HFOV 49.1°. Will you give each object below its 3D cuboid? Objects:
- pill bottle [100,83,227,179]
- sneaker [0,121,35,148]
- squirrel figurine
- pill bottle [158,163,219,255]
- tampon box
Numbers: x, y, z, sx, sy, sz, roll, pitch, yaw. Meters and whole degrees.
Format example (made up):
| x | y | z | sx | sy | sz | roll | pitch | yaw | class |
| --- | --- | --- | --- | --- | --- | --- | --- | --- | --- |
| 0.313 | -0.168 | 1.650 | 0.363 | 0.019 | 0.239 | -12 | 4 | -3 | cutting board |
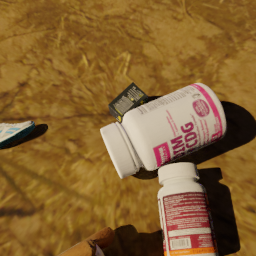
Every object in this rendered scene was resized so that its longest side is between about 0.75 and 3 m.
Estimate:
| x | y | z | sx | sy | sz | roll | pitch | yaw | class |
| --- | --- | --- | --- | --- | --- | --- | --- | --- | --- |
| 0.764 | 0.083 | 6.369 | 2.546 | 1.443 | 1.443 | -24 | 63 | -7 | pill bottle |
| -2.955 | 0.067 | 7.056 | 1.211 | 0.463 | 0.489 | -26 | 74 | -14 | sneaker |
| -0.806 | 3.324 | 4.586 | 2.565 | 1.815 | 2.394 | -29 | 76 | -7 | squirrel figurine |
| 1.160 | 1.728 | 5.757 | 1.027 | 1.027 | 1.875 | -4 | 65 | -2 | pill bottle |
| 0.014 | -0.580 | 7.118 | 0.880 | 0.659 | 0.555 | -43 | 76 | -10 | tampon box |
